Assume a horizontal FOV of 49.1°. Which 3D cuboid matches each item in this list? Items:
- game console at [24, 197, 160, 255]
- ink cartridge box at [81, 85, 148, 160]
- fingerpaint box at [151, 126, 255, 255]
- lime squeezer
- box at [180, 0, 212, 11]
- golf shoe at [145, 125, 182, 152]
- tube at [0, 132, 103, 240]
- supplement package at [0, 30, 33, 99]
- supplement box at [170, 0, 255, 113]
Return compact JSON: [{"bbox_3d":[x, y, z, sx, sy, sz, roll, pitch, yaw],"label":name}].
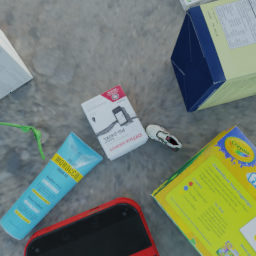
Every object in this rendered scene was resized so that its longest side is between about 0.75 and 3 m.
[{"bbox_3d":[-0.714,3.214,6.425,2.890,0.449,2.556,-22,86,-3],"label":"game console"},{"bbox_3d":[-0.306,-0.111,6.831,1.083,0.621,1.491,-28,82,-5],"label":"ink cartridge box"},{"bbox_3d":[2.357,1.846,6.273,2.421,1.065,2.902,-40,83,-6],"label":"fingerpaint box"},{"bbox_3d":[-2.484,0.165,6.887,1.401,0.264,0.495,40,79,-10],"label":"lime squeezer"},{"bbox_3d":[1.789,-4.211,7.697,1.235,0.311,1.711,-21,82,-4],"label":"box"},{"bbox_3d":[0.887,0.196,6.882,1.014,0.446,0.391,29,83,6],"label":"golf shoe"},{"bbox_3d":[-1.826,1.375,6.643,1.007,0.655,2.599,42,78,-7],"label":"tube"},{"bbox_3d":[-3.835,-1.488,6.286,2.244,2.146,1.650,-34,82,-5],"label":"supplement package"},{"bbox_3d":[2.426,-1.603,6.206,2.341,2.343,1.573,-15,81,-2],"label":"supplement box"}]
